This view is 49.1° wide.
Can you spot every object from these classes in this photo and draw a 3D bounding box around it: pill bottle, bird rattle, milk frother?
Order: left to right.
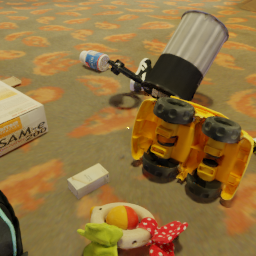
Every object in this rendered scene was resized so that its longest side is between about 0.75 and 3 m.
[{"bbox_3d":[-1.514,-3.044,12.527,1.320,0.741,0.741,23,41,32],"label":"pill bottle"},{"bbox_3d":[0.026,1.854,5.327,1.983,1.117,1.617,-8,19,-17],"label":"bird rattle"},{"bbox_3d":[1.184,-2.392,9.162,2.867,2.697,2.588,32,-6,-12],"label":"milk frother"}]

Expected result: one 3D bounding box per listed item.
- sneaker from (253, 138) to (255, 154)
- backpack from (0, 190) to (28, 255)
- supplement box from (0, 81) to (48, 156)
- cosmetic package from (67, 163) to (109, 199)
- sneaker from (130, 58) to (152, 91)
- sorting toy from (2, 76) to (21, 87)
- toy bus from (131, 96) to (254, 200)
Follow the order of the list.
[{"bbox_3d":[3.813,0.628,7.475,0.483,0.477,1.264,-13,39,-18],"label":"sneaker"},{"bbox_3d":[-2.800,1.741,4.165,2.138,2.451,2.789,-17,34,-28],"label":"backpack"},{"bbox_3d":[-3.948,-0.423,8.519,2.678,0.985,1.688,27,43,33],"label":"supplement box"},{"bbox_3d":[-0.938,1.256,6.698,0.895,0.327,0.463,-25,42,-33],"label":"cosmetic package"},{"bbox_3d":[0.916,-2.030,11.152,1.157,0.756,2.068,13,45,13],"label":"sneaker"},{"bbox_3d":[-4.803,-1.778,11.240,0.758,0.149,0.819,28,48,34],"label":"sorting toy"},{"bbox_3d":[1.821,0.244,7.167,2.697,1.830,2.589,24,25,27],"label":"toy bus"}]
